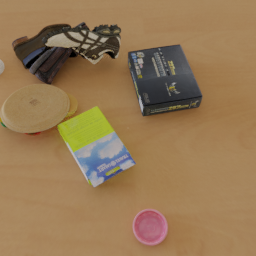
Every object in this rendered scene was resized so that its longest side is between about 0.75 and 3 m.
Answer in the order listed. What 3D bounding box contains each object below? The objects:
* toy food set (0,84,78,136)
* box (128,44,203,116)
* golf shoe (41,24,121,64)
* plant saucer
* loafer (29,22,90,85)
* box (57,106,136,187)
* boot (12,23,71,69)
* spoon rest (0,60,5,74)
[{"bbox_3d":[-3.022,-0.666,9.256,2.282,0.561,2.305,22,52,19],"label":"toy food set"},{"bbox_3d":[1.229,-1.756,9.948,2.048,0.663,2.597,-9,60,-7],"label":"box"},{"bbox_3d":[-1.533,-2.896,9.875,2.835,1.339,1.102,-10,17,-19],"label":"golf shoe"},{"bbox_3d":[0.594,2.673,7.535,0.939,0.238,0.939,0,58,0],"label":"plant saucer"},{"bbox_3d":[-2.362,-2.784,10.535,0.919,1.049,2.919,44,68,-11],"label":"loafer"},{"bbox_3d":[-0.979,0.582,8.592,1.467,0.573,2.406,-28,63,-16],"label":"box"},{"bbox_3d":[-3.136,-3.107,10.760,2.384,0.890,1.155,-24,72,-3],"label":"boot"},{"bbox_3d":[-5.331,-2.643,10.662,0.882,0.538,1.775,-27,76,-14],"label":"spoon rest"}]
